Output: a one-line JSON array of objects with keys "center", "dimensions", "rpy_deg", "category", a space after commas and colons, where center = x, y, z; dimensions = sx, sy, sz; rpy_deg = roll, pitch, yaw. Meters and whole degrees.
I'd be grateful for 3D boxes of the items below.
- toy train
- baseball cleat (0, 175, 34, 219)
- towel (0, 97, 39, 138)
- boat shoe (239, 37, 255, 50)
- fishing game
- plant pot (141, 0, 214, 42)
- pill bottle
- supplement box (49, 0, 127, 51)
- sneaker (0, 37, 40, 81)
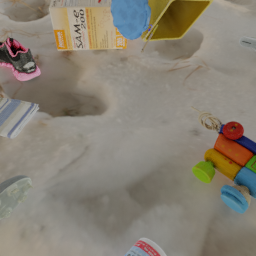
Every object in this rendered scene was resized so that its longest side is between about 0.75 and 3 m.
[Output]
[{"center": [2.082, 0.638, 6.661], "dimensions": [1.561, 1.142, 2.697], "rpy_deg": [-41, 56, -18], "category": "toy train"}, {"center": [-3.202, 1.647, 5.682], "dimensions": [1.295, 0.848, 2.433], "rpy_deg": [27, 50, 25], "category": "baseball cleat"}, {"center": [-3.772, -0.368, 8.205], "dimensions": [1.932, 0.230, 1.419], "rpy_deg": [11, 47, 14], "category": "towel"}, {"center": [5.159, -3.308, 11.006], "dimensions": [0.474, 0.550, 1.527], "rpy_deg": [-27, 48, -28], "category": "boat shoe"}, {"center": [0.055, -3.144, 7.593], "dimensions": [0.317, 2.040, 1.461], "rpy_deg": [14, 75, 47], "category": "fishing game"}, {"center": [1.144, -4.020, 8.713], "dimensions": [1.769, 1.758, 1.810], "rpy_deg": [-15, 73, -33], "category": "plant pot"}, {"center": [0.042, 2.622, 4.736], "dimensions": [0.758, 0.758, 1.393], "rpy_deg": [33, 53, 29], "category": "pill bottle"}, {"center": [-1.452, -4.036, 10.868], "dimensions": [2.790, 1.758, 1.026], "rpy_deg": [-3, 46, -2], "category": "supplement box"}, {"center": [-4.065, -2.699, 9.883], "dimensions": [2.606, 1.243, 1.030], "rpy_deg": [32, 54, 31], "category": "sneaker"}]
